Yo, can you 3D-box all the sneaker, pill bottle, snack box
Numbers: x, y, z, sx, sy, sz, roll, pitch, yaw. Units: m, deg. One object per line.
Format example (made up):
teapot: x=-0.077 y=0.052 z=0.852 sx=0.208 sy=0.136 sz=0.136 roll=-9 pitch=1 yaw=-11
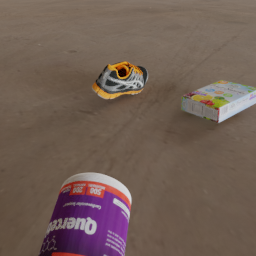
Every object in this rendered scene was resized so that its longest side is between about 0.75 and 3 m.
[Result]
sneaker: x=-0.039 y=-1.914 z=10.329 sx=1.130 sy=1.115 sz=2.888 roll=40 pitch=38 yaw=14
pill bottle: x=-0.648 y=1.804 z=4.055 sx=1.202 sy=1.202 sz=2.137 roll=4 pitch=46 yaw=6
snack box: x=3.135 y=-0.982 z=9.557 sx=2.200 sy=0.583 sz=1.564 roll=-23 pitch=33 yaw=-30
